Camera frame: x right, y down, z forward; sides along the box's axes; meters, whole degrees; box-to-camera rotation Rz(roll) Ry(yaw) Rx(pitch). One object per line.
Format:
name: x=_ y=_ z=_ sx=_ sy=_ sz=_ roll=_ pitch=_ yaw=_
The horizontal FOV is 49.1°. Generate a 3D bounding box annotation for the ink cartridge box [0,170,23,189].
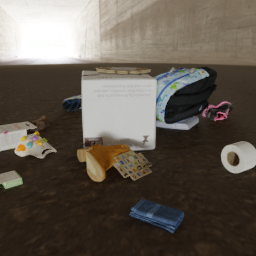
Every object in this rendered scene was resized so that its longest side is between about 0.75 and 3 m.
ink cartridge box: x=-3.041 y=1.282 z=6.777 sx=0.786 sy=0.189 sz=0.572 roll=-13 pitch=21 yaw=-36

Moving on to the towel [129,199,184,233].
towel: x=0.562 y=1.672 z=5.422 sx=0.961 sy=0.233 sz=0.537 roll=9 pitch=19 yaw=31

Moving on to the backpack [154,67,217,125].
backpack: x=1.938 y=-1.231 z=11.025 sx=2.132 sy=2.262 sz=2.773 roll=32 pitch=44 yaw=21

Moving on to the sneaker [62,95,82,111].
sneaker: x=-2.289 y=-1.407 z=14.537 sx=2.244 sy=0.849 sz=0.864 roll=-4 pitch=21 yaw=-16

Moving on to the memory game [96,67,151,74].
memory game: x=-0.176 y=-2.038 z=9.858 sx=1.940 sy=0.124 sz=1.940 roll=1 pitch=17 yaw=0

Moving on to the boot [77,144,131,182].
boot: x=-0.475 y=0.798 z=7.536 sx=1.394 sy=0.685 sz=1.948 roll=-7 pitch=14 yaw=-23

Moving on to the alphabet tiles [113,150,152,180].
alphabet tiles: x=0.131 y=0.970 z=7.412 sx=1.034 sy=0.033 sz=0.860 roll=-16 pitch=51 yaw=-42

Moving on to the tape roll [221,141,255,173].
tape roll: x=2.960 y=0.772 z=7.465 sx=0.530 sy=0.772 sz=0.772 roll=-11 pitch=20 yaw=-32

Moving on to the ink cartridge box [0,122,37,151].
ink cartridge box: x=-4.034 y=0.288 z=9.339 sx=1.779 sy=0.604 sz=1.024 roll=-13 pitch=21 yaw=-36

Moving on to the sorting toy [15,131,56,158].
sorting toy: x=-2.764 y=0.605 z=8.725 sx=0.941 sy=0.558 sz=1.045 roll=28 pitch=27 yaw=20

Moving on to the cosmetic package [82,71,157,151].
cosmetic package: x=-0.428 y=-0.728 z=9.739 sx=2.304 sy=2.306 sz=2.795 roll=-3 pitch=17 yaw=-9

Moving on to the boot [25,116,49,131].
boot: x=-3.714 y=-0.183 z=11.246 sx=0.915 sy=0.440 sz=1.252 roll=-11 pitch=19 yaw=-25

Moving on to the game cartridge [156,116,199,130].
game cartridge: x=1.674 y=-0.317 z=12.165 sx=2.404 sy=0.491 sz=1.600 roll=10 pitch=25 yaw=29

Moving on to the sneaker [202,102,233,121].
sneaker: x=4.246 y=-0.676 z=12.709 sx=1.827 sy=0.722 sz=0.872 roll=-14 pitch=38 yaw=-31
